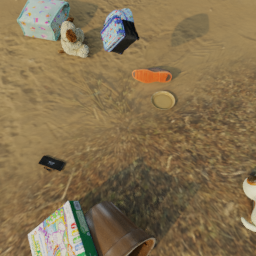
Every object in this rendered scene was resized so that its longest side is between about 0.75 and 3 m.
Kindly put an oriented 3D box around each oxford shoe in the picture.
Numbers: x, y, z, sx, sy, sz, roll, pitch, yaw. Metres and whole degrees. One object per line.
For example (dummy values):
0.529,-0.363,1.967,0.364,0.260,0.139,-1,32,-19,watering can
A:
1.050,-2.391,12.476,1.733,0.618,0.632,6,37,-2,oxford shoe

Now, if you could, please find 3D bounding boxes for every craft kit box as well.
-1.838,3.443,7.803,2.046,0.503,2.072,-44,56,24,craft kit box

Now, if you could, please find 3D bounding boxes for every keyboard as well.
-2.807,1.345,10.148,0.897,0.115,0.539,17,51,12,keyboard

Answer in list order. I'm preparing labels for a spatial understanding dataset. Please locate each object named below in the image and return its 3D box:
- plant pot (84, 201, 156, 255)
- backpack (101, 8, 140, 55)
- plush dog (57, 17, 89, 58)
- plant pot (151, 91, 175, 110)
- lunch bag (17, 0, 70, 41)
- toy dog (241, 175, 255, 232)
-0.439,3.161,8.043,1.775,1.775,1.757,-34,55,-21,plant pot
-0.379,-3.654,10.277,0.995,1.350,1.479,-1,75,-38,backpack
-2.703,-4.241,13.049,1.454,1.556,1.812,-14,57,-9,plush dog
1.467,-1.134,11.808,1.013,0.139,1.013,0,55,0,plant pot
-4.160,-5.664,14.152,1.913,1.369,2.246,12,62,9,lunch bag
4.338,2.369,8.947,1.718,1.236,1.771,-18,54,12,toy dog
